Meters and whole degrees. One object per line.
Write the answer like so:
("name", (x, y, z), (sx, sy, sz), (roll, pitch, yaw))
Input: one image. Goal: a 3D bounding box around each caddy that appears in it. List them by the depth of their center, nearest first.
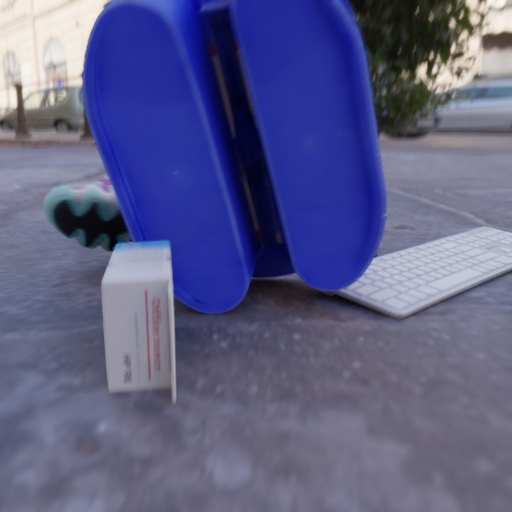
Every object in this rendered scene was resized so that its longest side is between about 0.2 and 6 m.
("caddy", (-0.131, -1.424, 6.579), (3.023, 4.276, 2.244), (-11, 25, 8))

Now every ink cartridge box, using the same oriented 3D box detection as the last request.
("ink cartridge box", (-1.025, 0.524, 5.017), (0.567, 0.985, 1.701), (-2, 14, -8))

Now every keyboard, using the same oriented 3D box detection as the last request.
("keyboard", (2.929, 0.087, 8.333), (4.978, 0.265, 1.401), (-13, 19, -42))

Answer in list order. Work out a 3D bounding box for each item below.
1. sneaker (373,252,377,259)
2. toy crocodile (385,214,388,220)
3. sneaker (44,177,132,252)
("sneaker", (1.434, -0.189, 8.735), (0.811, 0.702, 1.796), (-12, 14, 19))
("toy crocodile", (1.885, -0.809, 10.994), (1.690, 0.570, 0.522), (-7, -26, -32))
("sneaker", (-1.967, -1.102, 8.814), (2.905, 1.129, 2.032), (9, 47, -41))
